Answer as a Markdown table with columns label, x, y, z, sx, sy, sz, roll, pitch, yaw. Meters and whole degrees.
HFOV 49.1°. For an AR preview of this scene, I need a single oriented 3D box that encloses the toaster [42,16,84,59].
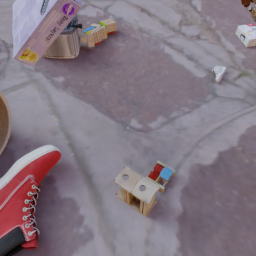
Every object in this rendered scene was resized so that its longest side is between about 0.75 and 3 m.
| label | x | y | z | sx | sy | sz | roll | pitch | yaw |
| --- | --- | --- | --- | --- | --- | --- | --- | --- | --- |
| toaster | -2.514 | -3.330 | 10.210 | 2.004 | 1.294 | 1.139 | 2 | 56 | 2 |

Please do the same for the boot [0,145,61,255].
| label | x | y | z | sx | sy | sz | roll | pitch | yaw |
| --- | --- | --- | --- | --- | --- | --- | --- | --- | --- |
| boot | -2.332 | 1.788 | 6.862 | 1.893 | 0.950 | 2.624 | 39 | 71 | 24 |

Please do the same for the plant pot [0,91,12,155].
| label | x | y | z | sx | sy | sz | roll | pitch | yaw |
| --- | --- | --- | --- | --- | --- | --- | --- | --- | --- |
| plant pot | -5.061 | -0.232 | 7.451 | 2.476 | 2.705 | 2.705 | 17 | 56 | 25 |

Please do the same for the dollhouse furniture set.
| label | x | y | z | sx | sy | sz | roll | pitch | yaw |
| --- | --- | --- | --- | --- | --- | --- | --- | --- | --- |
| dollhouse furniture set | 0.461 | 1.269 | 7.143 | 0.998 | 1.004 | 1.424 | 30 | 61 | 19 |

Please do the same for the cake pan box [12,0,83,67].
| label | x | y | z | sx | sy | sz | roll | pitch | yaw |
| --- | --- | --- | --- | --- | --- | --- | --- | --- | --- |
| cake pan box | -1.585 | -2.285 | 5.195 | 1.607 | 0.456 | 1.745 | -37 | 53 | 28 |

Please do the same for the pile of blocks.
| label | x | y | z | sx | sy | sz | roll | pitch | yaw |
| --- | --- | --- | --- | --- | --- | --- | --- | --- | --- |
| pile of blocks | -1.195 | -3.641 | 10.927 | 0.784 | 0.593 | 1.909 | 25 | 50 | 31 |

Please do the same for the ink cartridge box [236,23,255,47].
| label | x | y | z | sx | sy | sz | roll | pitch | yaw |
| --- | --- | --- | --- | --- | --- | --- | --- | --- | --- |
| ink cartridge box | 4.780 | -3.651 | 11.000 | 0.673 | 0.390 | 0.912 | -13 | 54 | -10 |

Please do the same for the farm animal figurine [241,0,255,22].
| label | x | y | z | sx | sy | sz | roll | pitch | yaw |
| --- | --- | --- | --- | --- | --- | --- | --- | --- | --- |
| farm animal figurine | 3.632 | -3.291 | 6.993 | 1.323 | 0.665 | 1.068 | -34 | 44 | 27 |

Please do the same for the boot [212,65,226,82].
| label | x | y | z | sx | sy | sz | roll | pitch | yaw |
| --- | --- | --- | --- | --- | --- | --- | --- | --- | --- |
| boot | 3.142 | -1.920 | 9.874 | 0.390 | 0.300 | 0.816 | 23 | 50 | 23 |
